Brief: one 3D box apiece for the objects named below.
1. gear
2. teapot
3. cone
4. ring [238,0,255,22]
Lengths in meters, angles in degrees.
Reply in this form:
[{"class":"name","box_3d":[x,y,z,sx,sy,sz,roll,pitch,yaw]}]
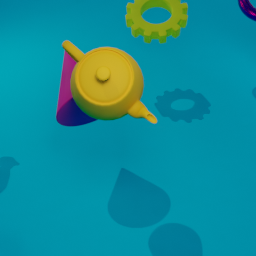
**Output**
[{"class":"gear","box_3d":[0.827,-3.274,8.129,1.769,0.327,1.769,-2,68,4]},{"class":"teapot","box_3d":[-0.292,-0.686,4.372,1.914,0.937,1.190,42,87,4]},{"class":"cone","box_3d":[-1.051,-1.106,6.003,1.575,1.575,1.581,-21,72,-17]},{"class":"ring","box_3d":[4.085,-3.853,8.362,1.573,0.315,1.573,-1,76,3]}]
